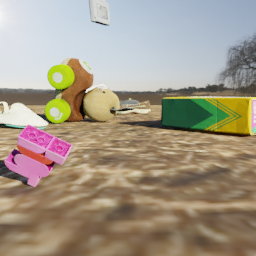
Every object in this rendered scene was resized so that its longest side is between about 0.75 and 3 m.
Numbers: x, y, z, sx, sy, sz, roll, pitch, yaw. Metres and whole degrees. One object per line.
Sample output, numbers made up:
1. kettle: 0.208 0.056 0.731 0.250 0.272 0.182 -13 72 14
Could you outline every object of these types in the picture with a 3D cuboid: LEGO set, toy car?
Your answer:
1. LEGO set: -1.392 0.184 1.985 1.730 0.710 0.660 26 42 -4
2. toy car: -0.968 -1.039 9.039 2.633 2.077 2.163 12 18 6

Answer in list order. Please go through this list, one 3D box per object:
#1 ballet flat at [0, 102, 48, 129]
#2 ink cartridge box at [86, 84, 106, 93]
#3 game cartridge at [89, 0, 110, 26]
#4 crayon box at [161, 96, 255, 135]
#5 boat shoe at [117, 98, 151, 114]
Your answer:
1. ballet flat: -3.047 -0.333 7.185 2.072 0.719 0.719 2 6 16
2. ink cartridge box: -1.889 -1.369 13.665 1.903 1.103 2.628 -14 6 -1
3. game cartridge: -1.136 -4.709 11.269 0.307 0.985 1.480 -5 10 22
4. crayon box: 2.594 -0.369 6.909 2.713 0.791 2.341 -5 9 -39
5. boat shoe: 0.043 -1.134 14.488 2.238 0.828 0.827 -1 6 -6
